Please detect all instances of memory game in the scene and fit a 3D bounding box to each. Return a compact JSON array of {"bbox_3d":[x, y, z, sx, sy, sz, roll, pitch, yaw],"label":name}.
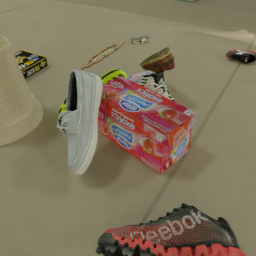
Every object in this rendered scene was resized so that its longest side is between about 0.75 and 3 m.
[{"bbox_3d":[-0.783,-2.261,8.567,1.663,0.106,1.663,-27,24,13],"label":"memory game"}]

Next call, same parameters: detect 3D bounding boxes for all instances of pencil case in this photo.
[{"bbox_3d":[0.568,-1.980,11.091,1.089,0.453,0.494,-16,35,-19],"label":"pencil case"}]

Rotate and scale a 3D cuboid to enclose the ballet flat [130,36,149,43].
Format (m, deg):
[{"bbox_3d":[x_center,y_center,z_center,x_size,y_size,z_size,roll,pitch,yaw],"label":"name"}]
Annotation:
[{"bbox_3d":[0.620,-4.460,14.241,1.006,0.339,0.320,-9,68,-9],"label":"ballet flat"}]

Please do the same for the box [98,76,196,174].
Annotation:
[{"bbox_3d":[0.327,-0.200,8.164,2.898,1.445,1.383,32,49,33],"label":"box"}]

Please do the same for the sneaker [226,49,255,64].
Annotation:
[{"bbox_3d":[5.096,-3.183,12.505,1.349,0.477,0.659,7,38,7],"label":"sneaker"}]

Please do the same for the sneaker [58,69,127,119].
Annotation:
[{"bbox_3d":[-1.066,-0.872,9.370,2.677,1.119,0.992,-33,50,-9],"label":"sneaker"}]

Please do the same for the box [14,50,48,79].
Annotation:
[{"bbox_3d":[-4.614,-2.629,11.870,1.509,0.466,1.890,21,44,22],"label":"box"}]

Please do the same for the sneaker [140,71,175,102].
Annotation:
[{"bbox_3d":[1.079,-1.025,9.220,0.890,1.357,2.358,-24,45,-25],"label":"sneaker"}]

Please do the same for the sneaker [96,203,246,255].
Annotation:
[{"bbox_3d":[0.844,2.214,5.606,2.875,1.016,1.405,4,40,2],"label":"sneaker"}]

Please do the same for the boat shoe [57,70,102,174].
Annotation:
[{"bbox_3d":[-1.369,-0.218,7.300,0.984,0.964,2.763,16,71,-34],"label":"boat shoe"}]

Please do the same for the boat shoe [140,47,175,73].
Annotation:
[{"bbox_3d":[1.021,-2.249,9.959,0.773,0.725,2.147,-35,13,-10],"label":"boat shoe"}]

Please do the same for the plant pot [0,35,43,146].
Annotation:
[{"bbox_3d":[-4.334,-1.307,8.567,2.887,2.643,2.887,0,40,0],"label":"plant pot"}]
